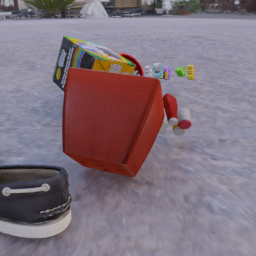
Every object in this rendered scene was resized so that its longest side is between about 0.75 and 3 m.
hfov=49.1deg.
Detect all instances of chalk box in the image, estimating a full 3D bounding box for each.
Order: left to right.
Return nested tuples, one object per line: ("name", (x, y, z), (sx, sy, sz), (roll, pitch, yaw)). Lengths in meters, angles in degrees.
("chalk box", (-1.200, -1.740, 8.395), (1.475, 1.485, 2.379), (0, 31, -42))

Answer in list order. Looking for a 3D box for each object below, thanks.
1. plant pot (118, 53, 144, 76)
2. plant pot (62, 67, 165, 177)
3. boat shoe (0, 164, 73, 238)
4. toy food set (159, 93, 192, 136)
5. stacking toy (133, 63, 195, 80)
("plant pot", (-0.211, -1.732, 9.401), (1.171, 1.066, 1.171), (22, 50, -28))
("plant pot", (-0.297, 0.021, 5.140), (1.638, 1.444, 1.637), (9, -18, 14))
("boat shoe", (-2.297, 0.869, 4.114), (2.991, 0.902, 1.105), (7, 17, 8))
("toy food set", (0.747, -0.158, 5.946), (1.719, 0.821, 0.773), (28, 43, -32))
("stacking toy", (1.185, -1.946, 9.524), (1.811, 0.564, 2.402), (3, 7, 23))
